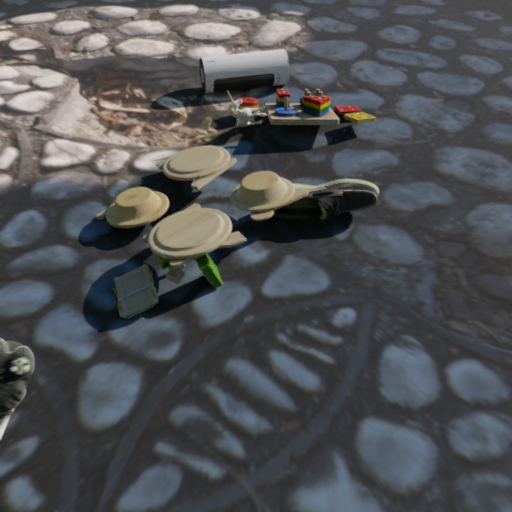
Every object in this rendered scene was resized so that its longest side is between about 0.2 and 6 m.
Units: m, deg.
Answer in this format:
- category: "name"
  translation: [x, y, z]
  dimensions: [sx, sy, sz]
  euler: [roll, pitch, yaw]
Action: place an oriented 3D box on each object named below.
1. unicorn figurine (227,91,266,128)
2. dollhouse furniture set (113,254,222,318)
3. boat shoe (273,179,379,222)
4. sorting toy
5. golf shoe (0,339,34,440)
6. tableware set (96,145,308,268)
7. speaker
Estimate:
- category: "unicorn figurine"
  translation: [-0.236, -3.345, 13.225]
  dimensions: [0.887, 1.291, 0.477]
  euler: [-10, 68, -10]
- category: "dollhouse furniture set"
  translation: [-1.544, 0.513, 9.727]
  dimensions: [1.756, 0.678, 0.877]
  euler: [-25, 54, 2]
- category: "boat shoe"
  translation: [1.324, -1.013, 11.030]
  dimensions: [2.166, 0.774, 0.712]
  euler: [-1, 49, 6]
- category: "sorting toy"
  translation: [1.193, -3.632, 13.548]
  dimensions: [3.306, 0.559, 1.594]
  euler: [0, 28, -4]
- category: "golf shoe"
  translation: [-3.751, 2.344, 7.406]
  dimensions: [0.978, 1.116, 2.534]
  euler: [31, 68, -10]
- category: "tableware set"
  translation: [-1.168, -1.106, 10.848]
  dimensions: [3.211, 0.446, 3.844]
  euler: [-34, 42, -28]
- category: "speaker"
  translation: [-0.304, -4.955, 15.003]
  dimensions: [2.325, 0.944, 0.944]
  euler: [-9, 44, -10]
